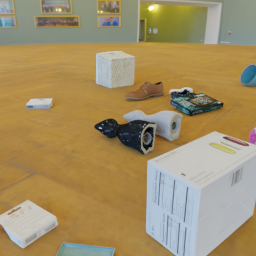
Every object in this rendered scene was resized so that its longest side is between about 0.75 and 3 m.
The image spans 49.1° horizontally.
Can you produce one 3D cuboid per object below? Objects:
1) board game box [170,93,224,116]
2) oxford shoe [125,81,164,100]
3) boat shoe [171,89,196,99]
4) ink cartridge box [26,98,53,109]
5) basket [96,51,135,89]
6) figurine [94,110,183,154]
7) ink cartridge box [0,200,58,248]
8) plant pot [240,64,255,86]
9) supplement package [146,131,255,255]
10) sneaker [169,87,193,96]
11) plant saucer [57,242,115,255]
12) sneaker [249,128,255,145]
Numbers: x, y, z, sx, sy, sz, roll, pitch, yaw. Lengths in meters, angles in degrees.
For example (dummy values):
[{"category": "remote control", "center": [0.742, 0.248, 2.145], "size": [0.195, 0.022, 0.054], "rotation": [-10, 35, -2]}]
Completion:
[{"category": "board game box", "center": [3.160, -1.117, 12.880], "size": [2.051, 0.289, 1.387], "rotation": [-13, 33, -29]}, {"category": "oxford shoe", "center": [0.841, -1.996, 14.671], "size": [2.412, 0.860, 0.860], "rotation": [-16, 28, -31]}, {"category": "boat shoe", "center": [2.916, -1.747, 14.437], "size": [1.571, 0.521, 0.587], "rotation": [-8, 24, -19]}, {"category": "ink cartridge box", "center": [-4.193, -1.167, 13.374], "size": [1.096, 0.239, 0.951], "rotation": [-2, 21, -5]}, {"category": "basket", "center": [-0.763, -3.555, 17.208], "size": [1.954, 1.971, 1.585], "rotation": [-15, 32, -33]}, {"category": "figurine", "center": [0.359, -0.104, 9.841], "size": [2.303, 1.016, 2.361], "rotation": [15, 25, 42]}, {"category": "ink cartridge box", "center": [-2.062, 1.900, 5.656], "size": [1.016, 0.254, 0.818], "rotation": [11, 24, 37]}, {"category": "plant pot", "center": [7.719, -3.118, 17.179], "size": [0.888, 1.319, 1.319], "rotation": [20, 16, -19]}, {"category": "supplement package", "center": [1.492, 1.211, 5.426], "size": [2.097, 1.633, 1.163], "rotation": [-18, 28, -37]}, {"category": "sneaker", "center": [2.833, -1.838, 14.885], "size": [1.240, 0.452, 0.525], "rotation": [-6, 27, 11]}, {"category": "plant saucer", "center": [-0.743, 2.235, 4.968], "size": [0.983, 0.093, 0.344], "rotation": [4, 22, 7]}, {"category": "sneaker", "center": [4.930, 0.617, 7.770], "size": [2.960, 1.204, 1.306], "rotation": [21, 27, 25]}]
